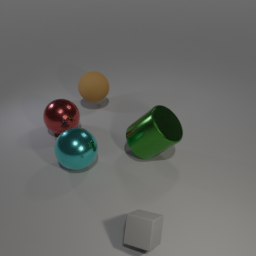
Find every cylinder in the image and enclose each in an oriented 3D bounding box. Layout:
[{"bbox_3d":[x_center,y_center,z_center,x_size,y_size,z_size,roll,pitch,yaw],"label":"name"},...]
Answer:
[{"bbox_3d":[0.878,0.164,9.445,1.400,1.400,1.400,25,47,-30],"label":"cylinder"}]

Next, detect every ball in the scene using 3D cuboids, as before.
[{"bbox_3d":[-1.691,0.670,9.177,1.400,1.400,1.400,0,32,0],"label":"ball"},{"bbox_3d":[-2.584,-0.443,10.932,1.400,1.400,1.400,0,32,0],"label":"ball"},{"bbox_3d":[-1.541,-1.852,12.631,1.400,1.400,1.400,0,32,0],"label":"ball"}]

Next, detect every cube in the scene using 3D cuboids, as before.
[{"bbox_3d":[0.378,2.412,6.691,0.700,0.700,0.700,6,-4,27],"label":"cube"}]
